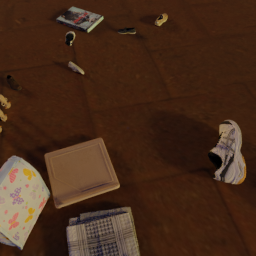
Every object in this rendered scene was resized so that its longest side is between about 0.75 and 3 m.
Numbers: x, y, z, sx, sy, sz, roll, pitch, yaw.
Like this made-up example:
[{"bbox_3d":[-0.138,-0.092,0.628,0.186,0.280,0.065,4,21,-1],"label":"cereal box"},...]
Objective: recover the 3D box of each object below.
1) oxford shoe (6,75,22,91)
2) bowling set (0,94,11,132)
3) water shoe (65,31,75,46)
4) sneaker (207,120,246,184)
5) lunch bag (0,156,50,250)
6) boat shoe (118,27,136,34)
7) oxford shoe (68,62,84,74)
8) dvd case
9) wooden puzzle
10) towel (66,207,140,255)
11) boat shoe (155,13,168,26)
[{"bbox_3d":[-5.266,-2.075,12.812,1.065,0.450,0.387,37,59,23],"label":"oxford shoe"},{"bbox_3d":[-5.604,-0.563,11.558,1.107,0.854,1.591,-3,51,21],"label":"bowling set"},{"bbox_3d":[-2.342,-3.733,11.419,0.351,0.980,0.387,27,68,-16],"label":"water shoe"},{"bbox_3d":[3.512,0.746,10.296,1.161,1.002,2.648,3,52,3],"label":"sneaker"},{"bbox_3d":[-3.545,2.161,8.338,1.505,2.367,2.007,14,55,10],"label":"lunch bag"},{"bbox_3d":[-0.067,-5.411,15.440,0.989,0.328,0.369,6,53,4],"label":"boat shoe"},{"bbox_3d":[-2.507,-2.848,13.525,0.982,0.369,0.284,37,102,16],"label":"oxford shoe"},{"bbox_3d":[-2.769,-6.295,16.177,2.206,0.243,1.611,25,57,17],"label":"dvd case"},{"bbox_3d":[-1.691,1.549,10.080,2.238,0.450,2.419,-16,50,-12],"label":"wooden puzzle"},{"bbox_3d":[-0.740,3.551,8.529,2.123,0.381,2.205,-10,52,-7],"label":"towel"},{"bbox_3d":[1.945,-6.299,16.039,0.431,0.458,1.203,23,56,17],"label":"boat shoe"}]
